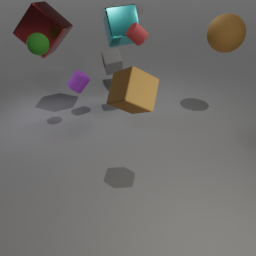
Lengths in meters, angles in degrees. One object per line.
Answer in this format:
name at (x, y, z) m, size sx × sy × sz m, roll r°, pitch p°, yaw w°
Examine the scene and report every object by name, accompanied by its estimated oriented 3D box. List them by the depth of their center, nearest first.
cube at (0.095, -0.733, 5.639) m, size 0.700 × 0.700 × 0.700 m, roll 19°, pitch -13°, yaw -33°
ball at (-2.897, -2.701, 9.022) m, size 0.700 × 0.700 × 0.700 m, roll 0°, pitch 29°, yaw 0°
ball at (3.682, -3.549, 10.515) m, size 1.400 × 1.400 × 1.400 m, roll 0°, pitch 29°, yaw 0°
cube at (-3.198, -3.764, 10.689) m, size 1.400 × 1.400 × 1.400 m, roll 39°, pitch 22°, yaw -14°
cube at (-0.634, -2.674, 11.316) m, size 0.700 × 0.700 × 0.700 m, roll -14°, pitch 64°, yaw -6°
cylinder at (-2.061, -1.937, 11.695) m, size 0.700 × 0.700 × 0.700 m, roll 34°, pitch 19°, yaw -14°
cylinder at (0.380, -3.996, 11.934) m, size 0.700 × 0.700 × 0.700 m, roll 33°, pitch 14°, yaw -30°
cube at (-0.299, -4.786, 13.217) m, size 1.400 × 1.400 × 1.400 m, roll -12°, pitch 1°, yaw -8°
